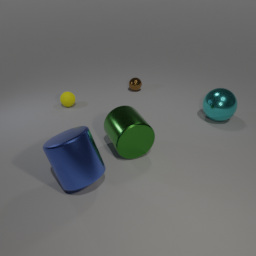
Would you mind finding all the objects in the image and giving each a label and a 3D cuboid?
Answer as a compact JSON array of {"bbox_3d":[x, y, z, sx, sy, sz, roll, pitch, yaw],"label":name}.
[{"bbox_3d":[-2.809,-1.348,13.078,0.700,0.700,0.700,0,30,0],"label":"ball"},{"bbox_3d":[-1.541,0.852,8.146,1.400,1.400,1.400,-20,17,6],"label":"cylinder"},{"bbox_3d":[0.020,0.128,9.762,1.400,1.400,1.400,-11,34,-19],"label":"cylinder"},{"bbox_3d":[3.850,-0.978,11.762,1.400,1.400,1.400,0,30,0],"label":"ball"},{"bbox_3d":[0.384,-2.308,14.767,0.700,0.700,0.700,0,30,0],"label":"ball"}]
